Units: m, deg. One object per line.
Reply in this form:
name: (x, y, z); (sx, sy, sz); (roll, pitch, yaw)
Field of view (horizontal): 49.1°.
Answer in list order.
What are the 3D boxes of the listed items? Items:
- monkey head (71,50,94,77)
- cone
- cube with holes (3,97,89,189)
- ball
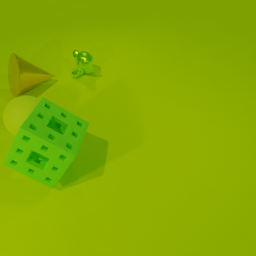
monkey head: (-1.741, -2.395, 10.457); (0.967, 0.810, 1.345); (-33, 47, -17)
cone: (-3.269, -1.844, 9.839); (1.455, 1.450, 1.450); (-5, 41, -35)
cube with holes: (-1.964, 0.364, 6.880); (1.322, 1.322, 1.322); (30, 34, -13)
ball: (-2.937, -0.315, 8.109); (1.239, 1.239, 1.239); (0, 45, 0)
